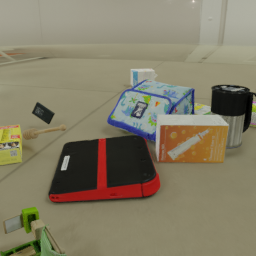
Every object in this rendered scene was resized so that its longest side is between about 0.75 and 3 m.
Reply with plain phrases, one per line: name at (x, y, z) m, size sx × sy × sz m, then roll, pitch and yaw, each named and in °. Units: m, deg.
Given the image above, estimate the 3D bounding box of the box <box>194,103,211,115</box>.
box at (2.407, -0.704, 11.650) m, size 1.283 × 0.529 × 2.187 m, roll -19°, pitch 30°, yaw -39°

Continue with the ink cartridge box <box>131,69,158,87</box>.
ink cartridge box at (0.977, -3.083, 17.161) m, size 1.530 × 0.958 × 0.983 m, roll -3°, pitch 21°, yaw -7°

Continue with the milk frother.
milk frother at (3.582, -0.296, 8.717) m, size 1.760 × 1.835 × 1.951 m, roll -7°, pitch 22°, yaw -14°

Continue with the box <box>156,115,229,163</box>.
box at (1.786, 0.293, 8.126) m, size 1.879 × 1.168 × 0.916 m, roll 0°, pitch 21°, yaw 0°

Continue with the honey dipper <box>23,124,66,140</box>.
honey dipper at (-2.478, 0.106, 8.385) m, size 1.724 × 0.327 × 0.327 m, roll -9°, pitch 14°, yaw 31°

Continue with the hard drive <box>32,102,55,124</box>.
hard drive at (-3.142, -0.544, 10.391) m, size 0.763 × 0.532 × 0.125 m, roll 35°, pitch 28°, yaw -1°

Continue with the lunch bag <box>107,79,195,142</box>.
lunch bag at (0.848, -0.581, 10.022) m, size 2.192 × 1.643 × 2.578 m, roll 19°, pitch 45°, yaw 37°

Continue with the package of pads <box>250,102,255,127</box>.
package of pads at (5.324, -0.505, 10.902) m, size 1.943 × 0.663 × 1.501 m, roll 12°, pitch 24°, yaw 27°

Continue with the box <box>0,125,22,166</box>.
box at (-3.652, 0.472, 8.603) m, size 0.737 × 0.491 × 1.958 m, roll -7°, pitch 22°, yaw -17°

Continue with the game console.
game console at (-0.599, 0.985, 7.520) m, size 2.582 × 0.453 × 2.919 m, roll -7°, pitch 21°, yaw -3°

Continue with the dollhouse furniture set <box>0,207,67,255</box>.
dollhouse furniture set at (-1.483, 1.949, 4.264) m, size 0.666 × 0.869 × 1.327 m, roll -13°, pitch 24°, yaw -33°
